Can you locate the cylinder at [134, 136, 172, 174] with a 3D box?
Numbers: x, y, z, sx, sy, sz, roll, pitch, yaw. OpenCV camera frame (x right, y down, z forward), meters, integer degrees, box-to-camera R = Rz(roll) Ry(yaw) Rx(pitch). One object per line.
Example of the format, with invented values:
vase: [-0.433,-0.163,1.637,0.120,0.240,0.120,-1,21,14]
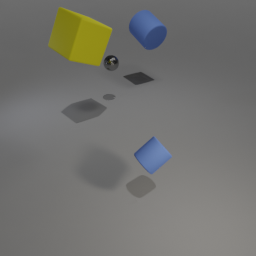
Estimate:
cylinder: [0.630,0.691,7.105,0.700,0.700,0.700,-42,38,3]

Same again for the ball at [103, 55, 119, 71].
ball: [-0.750,-2.906,12.547,0.700,0.700,0.700,0,32,0]

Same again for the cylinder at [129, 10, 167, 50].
cylinder: [0.979,-4.852,13.893,1.400,1.400,1.400,-19,58,-28]

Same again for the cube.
cube: [-1.672,-3.142,9.749,1.400,1.400,1.400,37,24,33]
